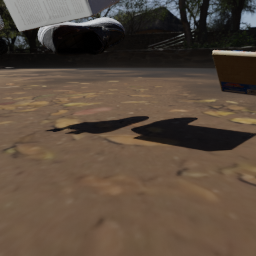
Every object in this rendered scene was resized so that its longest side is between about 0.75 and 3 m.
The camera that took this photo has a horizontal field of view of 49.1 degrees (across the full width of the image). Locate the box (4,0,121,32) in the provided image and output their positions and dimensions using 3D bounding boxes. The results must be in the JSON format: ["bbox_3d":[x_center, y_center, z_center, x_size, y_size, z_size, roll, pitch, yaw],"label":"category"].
[{"bbox_3d":[-1.074,-2.497,4.883,1.860,0.989,1.416,5,39,35],"label":"box"}]

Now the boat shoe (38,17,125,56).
[{"bbox_3d":[-0.858,-2.053,6.516,2.355,0.823,0.780,-15,54,-44],"label":"boat shoe"}]

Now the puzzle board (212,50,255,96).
[{"bbox_3d":[2.496,-0.896,4.848,1.861,0.162,1.403,12,-14,29],"label":"puzzle board"}]

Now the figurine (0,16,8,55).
[{"bbox_3d":[-3.287,-1.913,6.238,0.491,1.140,1.112,32,56,7],"label":"figurine"}]
